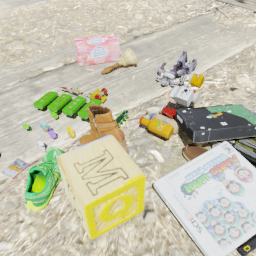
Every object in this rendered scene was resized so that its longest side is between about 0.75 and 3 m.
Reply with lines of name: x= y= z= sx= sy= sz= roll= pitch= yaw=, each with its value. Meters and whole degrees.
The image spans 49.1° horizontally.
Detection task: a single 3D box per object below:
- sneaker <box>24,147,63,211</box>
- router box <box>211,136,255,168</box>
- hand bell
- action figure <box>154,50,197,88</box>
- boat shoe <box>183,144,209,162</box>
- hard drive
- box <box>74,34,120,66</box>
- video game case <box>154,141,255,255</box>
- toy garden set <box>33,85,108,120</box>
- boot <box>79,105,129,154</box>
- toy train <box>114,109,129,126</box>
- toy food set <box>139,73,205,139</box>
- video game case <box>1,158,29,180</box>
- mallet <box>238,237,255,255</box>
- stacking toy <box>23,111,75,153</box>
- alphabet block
sneaker: x=-2.558 y=1.429 z=8.830 sx=0.866 sy=0.977 sz=2.338 roll=6 pitch=44 yaw=4
router box: x=4.320 y=0.679 z=9.983 sx=2.094 sy=0.535 sz=1.562 roll=31 pitch=51 yaw=30
hand bell: x=-0.541 y=-3.185 z=14.192 sx=1.877 sy=0.977 sz=0.977 roll=-33 pitch=51 yaw=-14
action figure: x=2.288 y=-2.740 z=13.525 sx=1.614 sy=0.861 sz=2.481 roll=34 pitch=56 yaw=22
boat shoe: x=2.902 y=1.069 z=9.394 sx=2.246 sy=0.758 sz=0.808 roll=30 pitch=50 yaw=28
hard drive: x=3.261 y=-0.223 z=9.985 sx=2.719 sy=0.514 sz=1.900 roll=-7 pitch=27 yaw=-9
box: x=-1.636 y=-4.133 z=14.842 sx=2.262 sy=1.071 sz=1.161 roll=-11 pitch=44 yaw=-12
video game case: x=2.618 y=1.891 z=7.967 sx=2.854 sy=0.338 sz=2.598 roll=-26 pitch=53 yaw=-18
toy garden set: x=-2.288 y=-1.144 z=12.015 sx=2.594 sy=0.518 sz=2.162 roll=12 pitch=39 yaw=20
boot: x=-1.093 y=0.062 z=9.495 sx=2.295 sy=1.782 sz=0.880 roll=15 pitch=46 yaw=44
toy train: x=-0.458 y=-0.224 z=10.806 sx=0.322 sy=0.435 sz=1.543 roll=47 pitch=46 yaw=-5
toy food set: x=1.752 y=-0.918 z=10.953 sx=1.311 sy=1.391 sz=2.914 roll=26 pitch=77 yaw=25
video game case: x=-3.853 y=1.386 z=9.564 sx=0.557 sy=0.068 sz=0.780 roll=21 pitch=47 yaw=22
mallet: x=4.153 y=2.904 z=7.693 sx=2.527 sy=0.520 sz=0.832 roll=-29 pitch=54 yaw=-22
stacking toy: x=-3.074 y=0.095 z=10.772 sx=1.348 sy=0.420 sz=1.788 roll=-28 pitch=47 yaw=-29
alphabet block: x=-0.743 y=1.630 z=8.028 sx=1.834 sy=1.824 sz=1.868 roll=-23 pitch=46 yaw=-21
